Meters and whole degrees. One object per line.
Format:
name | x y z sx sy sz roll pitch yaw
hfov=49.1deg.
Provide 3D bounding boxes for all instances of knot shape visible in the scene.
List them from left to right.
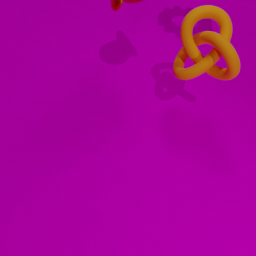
knot shape | 1.686 -1.564 5.813 0.735 1.591 1.488 -18 54 -45

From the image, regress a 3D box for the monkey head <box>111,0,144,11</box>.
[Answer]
monkey head | 0.140 -3.146 5.274 1.176 1.951 1.404 -16 77 -17
